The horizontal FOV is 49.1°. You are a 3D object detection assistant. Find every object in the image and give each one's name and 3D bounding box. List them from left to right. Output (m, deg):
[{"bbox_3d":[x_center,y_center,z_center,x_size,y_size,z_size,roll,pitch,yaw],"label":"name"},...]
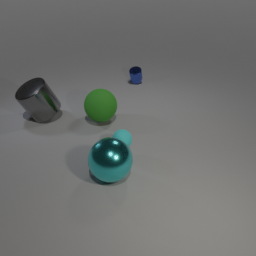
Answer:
[{"bbox_3d":[-3.828,-1.193,12.001,1.400,1.400,1.400,-15,44,15],"label":"cylinder"},{"bbox_3d":[-1.156,-0.959,11.840,1.400,1.400,1.400,0,30,0],"label":"ball"},{"bbox_3d":[-0.547,0.988,8.715,1.400,1.400,1.400,0,30,0],"label":"ball"},{"bbox_3d":[-0.206,0.396,9.835,0.700,0.700,0.700,0,30,0],"label":"ball"},{"bbox_3d":[0.448,-2.988,15.791,0.700,0.700,0.700,-4,54,6],"label":"cylinder"}]
